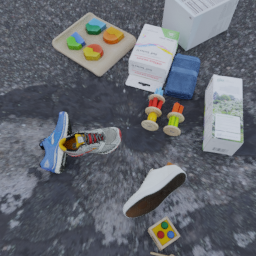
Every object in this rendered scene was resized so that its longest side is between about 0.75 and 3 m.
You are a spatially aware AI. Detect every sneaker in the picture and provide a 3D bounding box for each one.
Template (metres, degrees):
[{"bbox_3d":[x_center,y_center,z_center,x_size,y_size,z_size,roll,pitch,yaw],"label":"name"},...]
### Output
[{"bbox_3d":[0.748,2.002,9.211,2.341,0.852,0.991,-33,36,-10],"label":"sneaker"},{"bbox_3d":[-1.208,0.462,8.858,2.114,0.868,0.823,-16,74,15],"label":"sneaker"},{"bbox_3d":[-2.596,0.409,9.879,1.029,0.907,2.308,6,62,0],"label":"sneaker"}]

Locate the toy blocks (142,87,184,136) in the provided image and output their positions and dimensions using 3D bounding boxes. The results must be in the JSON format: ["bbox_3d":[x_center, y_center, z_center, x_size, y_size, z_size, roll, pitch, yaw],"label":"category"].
[{"bbox_3d":[1.438,-0.707,10.622,1.492,0.650,1.790,14,62,8],"label":"toy blocks"}]

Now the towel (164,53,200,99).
[{"bbox_3d":[2.254,-2.114,11.474,1.158,0.503,2.074,15,62,9],"label":"towel"}]

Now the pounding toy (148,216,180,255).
[{"bbox_3d":[1.081,3.448,8.439,0.995,0.518,1.132,-29,65,-15],"label":"pounding toy"}]

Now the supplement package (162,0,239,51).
[{"bbox_3d":[3.097,-5.089,12.286,2.481,1.883,1.869,-30,66,-15],"label":"supplement package"}]

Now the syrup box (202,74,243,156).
[{"bbox_3d":[3.456,-0.517,10.243,1.083,1.120,2.750,10,62,2],"label":"syrup box"}]

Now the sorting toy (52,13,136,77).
[{"bbox_3d":[-1.491,-3.857,12.403,2.882,0.526,2.668,36,67,17],"label":"sorting toy"}]

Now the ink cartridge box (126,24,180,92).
[{"bbox_3d":[1.022,-2.914,11.652,1.621,0.932,2.768,16,63,9],"label":"ink cartridge box"}]
